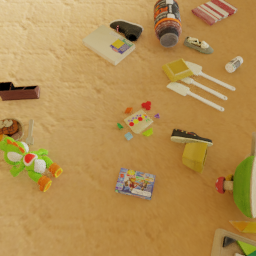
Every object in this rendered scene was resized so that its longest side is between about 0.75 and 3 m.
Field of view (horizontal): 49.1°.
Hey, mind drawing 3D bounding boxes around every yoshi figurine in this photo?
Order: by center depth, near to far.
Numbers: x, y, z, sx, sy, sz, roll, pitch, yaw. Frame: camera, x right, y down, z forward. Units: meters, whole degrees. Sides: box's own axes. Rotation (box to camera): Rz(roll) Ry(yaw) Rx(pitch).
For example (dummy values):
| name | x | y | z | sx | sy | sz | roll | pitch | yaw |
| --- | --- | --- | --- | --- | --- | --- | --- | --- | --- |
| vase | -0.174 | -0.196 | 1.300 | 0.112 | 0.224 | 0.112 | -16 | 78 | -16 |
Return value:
| name | x | y | z | sx | sy | sz | roll | pitch | yaw |
| --- | --- | --- | --- | --- | --- | --- | --- | --- | --- |
| yoshi figurine | -3.520 | 1.214 | 9.907 | 2.286 | 1.285 | 1.280 | 36 | 105 | 4 |

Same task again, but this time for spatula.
| name | x | y | z | sx | sy | sz | roll | pitch | yaw |
| --- | --- | --- | --- | --- | --- | --- | --- | --- | --- |
| spatula | 3.205 | -1.828 | 12.050 | 2.572 | 0.207 | 1.789 | 29 | 62 | 16 |

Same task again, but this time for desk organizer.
| name | x | y | z | sx | sy | sz | roll | pitch | yaw |
| --- | --- | --- | --- | --- | --- | --- | --- | --- | --- |
| desk organizer | -4.525 | -1.562 | 11.648 | 1.560 | 0.601 | 0.559 | -3 | 59 | -2 |

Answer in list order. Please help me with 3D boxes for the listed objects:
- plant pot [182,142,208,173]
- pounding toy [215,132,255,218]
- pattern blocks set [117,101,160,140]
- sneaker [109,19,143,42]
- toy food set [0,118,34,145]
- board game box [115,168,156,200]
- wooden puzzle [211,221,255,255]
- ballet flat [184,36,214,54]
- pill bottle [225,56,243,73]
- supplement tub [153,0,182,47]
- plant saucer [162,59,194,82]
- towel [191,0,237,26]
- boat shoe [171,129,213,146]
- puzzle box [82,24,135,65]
| name | x | y | z | sx | sy | sz | roll | pitch | yaw |
| --- | --- | --- | --- | --- | --- | --- | --- | --- | --- |
| plant pot | 2.382 | 1.005 | 10.035 | 0.745 | 0.845 | 0.845 | 12 | 59 | 20 |
| pounding toy | 3.653 | 1.617 | 9.280 | 1.170 | 1.946 | 2.521 | 1 | 55 | 31 |
| pattern blocks set | 0.438 | -0.272 | 11.143 | 1.730 | 0.140 | 1.521 | -23 | 62 | -13 |
| sneaker | -0.167 | -4.692 | 13.523 | 1.697 | 0.600 | 0.842 | 14 | 58 | 6 |
| toy food set | -4.669 | 0.141 | 10.744 | 1.997 | 0.401 | 1.379 | -6 | 59 | -4 |
| board game box | 0.262 | 1.939 | 9.773 | 1.274 | 0.220 | 0.862 | 12 | 60 | 7 |
| wooden puzzle | 3.357 | 3.983 | 8.510 | 1.716 | 0.297 | 2.544 | 11 | 60 | 7 |
| ballet flat | 3.331 | -3.912 | 13.137 | 1.466 | 0.467 | 0.494 | 23 | 62 | 13 |
| pill bottle | 4.755 | -2.855 | 12.517 | 0.776 | 0.439 | 0.439 | -38 | 66 | -20 |
| supplement tub | 1.879 | -4.977 | 13.303 | 1.280 | 1.280 | 2.393 | 0 | 59 | 0 |
| plant saucer | 2.169 | -2.598 | 12.238 | 1.078 | 0.261 | 1.078 | -22 | 57 | -8 |
| towel | 4.517 | -6.119 | 14.616 | 2.004 | 0.228 | 1.443 | -31 | 62 | -19 |
| boat shoe | 2.406 | 0.356 | 10.516 | 1.550 | 0.567 | 0.486 | 11 | 68 | 12 |
| puzzle box | -0.922 | -3.953 | 13.248 | 2.177 | 0.277 | 1.448 | 38 | 68 | 20 |
